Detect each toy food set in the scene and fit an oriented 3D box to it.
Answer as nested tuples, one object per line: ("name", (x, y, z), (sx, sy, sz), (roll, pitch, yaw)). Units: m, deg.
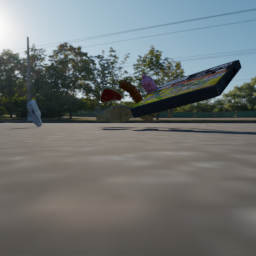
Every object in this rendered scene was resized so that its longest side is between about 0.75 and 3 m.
("toy food set", (0.220, -0.968, 9.249), (2.587, 1.644, 0.407), (2, 26, -3))

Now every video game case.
("video game case", (1.410, -0.946, 6.755), (2.187, 0.279, 1.976), (-13, 18, 39))

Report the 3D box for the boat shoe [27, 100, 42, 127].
("boat shoe", (-2.792, -0.446, 8.550), (0.299, 0.842, 0.294), (-5, 26, 26))
